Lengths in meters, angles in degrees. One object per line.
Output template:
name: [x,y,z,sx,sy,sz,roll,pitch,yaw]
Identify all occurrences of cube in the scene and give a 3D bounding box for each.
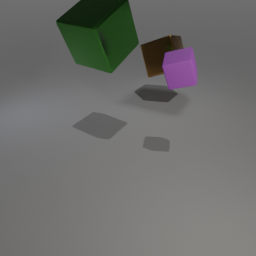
cube: [-0.761,-2.558,7.536,1.400,1.400,1.400,22,61,31]
cube: [1.296,-1.469,6.921,0.700,0.700,0.700,-7,39,21]
cube: [1.572,-3.073,12.019,1.400,1.400,1.400,-10,10,30]
